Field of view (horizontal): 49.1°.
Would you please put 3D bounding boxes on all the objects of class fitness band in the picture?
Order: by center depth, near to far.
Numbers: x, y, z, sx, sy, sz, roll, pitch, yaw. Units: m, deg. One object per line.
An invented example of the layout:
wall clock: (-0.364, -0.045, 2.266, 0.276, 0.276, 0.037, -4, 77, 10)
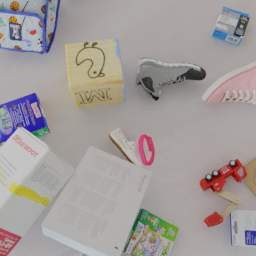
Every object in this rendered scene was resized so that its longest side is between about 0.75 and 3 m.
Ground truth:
fitness band: (0.527, 0.628, 8.029, 0.178, 0.954, 0.685, -1, 32, 30)

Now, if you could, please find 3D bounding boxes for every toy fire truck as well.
toy fire truck: (2.980, 1.993, 8.672, 1.990, 0.485, 1.403, -28, 64, -6)

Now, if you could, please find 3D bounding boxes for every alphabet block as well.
alphabet block: (-1.036, -1.787, 9.374, 1.709, 1.678, 1.669, -9, 71, -2)

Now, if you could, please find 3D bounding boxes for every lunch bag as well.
lunch bag: (-3.774, -4.036, 10.177, 2.171, 1.582, 2.554, 8, 86, 3)

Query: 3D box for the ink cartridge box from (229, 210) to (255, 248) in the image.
ink cartridge box: (4.107, 3.075, 8.515, 2.173, 0.426, 1.081, 5, 73, 0)

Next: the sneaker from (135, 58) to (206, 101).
sneaker: (1.406, -1.557, 9.797, 2.431, 0.912, 1.404, 11, 78, 14)

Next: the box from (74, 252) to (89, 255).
box: (-1.310, 4.788, 7.591, 2.078, 1.138, 2.355, -31, 75, -9)

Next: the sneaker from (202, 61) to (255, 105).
sneaker: (3.949, -1.252, 9.541, 2.669, 1.004, 1.395, -26, 69, -12)

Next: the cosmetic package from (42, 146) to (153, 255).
cosmetic package: (-0.754, 2.106, 8.088, 2.158, 0.739, 2.862, 21, 49, 9)

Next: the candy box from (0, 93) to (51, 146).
candy box: (-3.617, -0.252, 9.442, 1.614, 0.622, 1.365, -21, 72, -5)

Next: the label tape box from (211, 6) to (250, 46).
label tape box: (3.980, -4.045, 10.692, 1.096, 0.506, 1.530, 22, 75, 7)

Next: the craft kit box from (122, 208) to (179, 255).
craft kit box: (0.688, 3.272, 8.215, 1.319, 0.324, 1.336, 32, 67, -14)

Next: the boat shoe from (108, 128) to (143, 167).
boat shoe: (0.026, 0.645, 9.196, 0.550, 0.562, 1.586, -37, 77, -13)

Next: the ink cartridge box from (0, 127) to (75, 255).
ink cartridge box: (-3.286, 1.692, 8.017, 2.171, 1.248, 2.992, 24, 70, 45)

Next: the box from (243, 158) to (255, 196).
box: (4.432, 1.678, 9.090, 1.151, 0.150, 1.409, -33, 76, -10)
